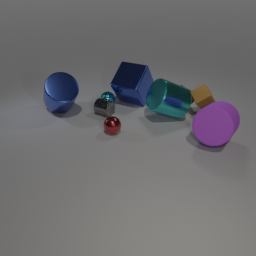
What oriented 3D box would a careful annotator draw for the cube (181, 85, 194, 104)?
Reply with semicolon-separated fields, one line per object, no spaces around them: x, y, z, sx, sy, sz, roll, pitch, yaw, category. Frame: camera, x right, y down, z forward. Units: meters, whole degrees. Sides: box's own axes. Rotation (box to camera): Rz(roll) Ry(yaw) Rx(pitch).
2.514;-1.393;12.791;0.700;0.700;0.700;22;38;-31;cube

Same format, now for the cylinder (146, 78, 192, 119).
1.702;-1.215;11.762;1.400;1.400;1.400;14;21;-28;cylinder

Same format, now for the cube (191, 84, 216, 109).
3.242;-1.342;12.091;0.700;0.700;0.700;-30;56;22;cube

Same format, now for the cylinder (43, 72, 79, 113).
-2.936;-1.507;12.189;1.400;1.400;1.400;-13;-11;-22;cylinder

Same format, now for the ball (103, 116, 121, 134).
-0.611;-0.109;10.926;0.700;0.700;0.700;0;29;0;ball

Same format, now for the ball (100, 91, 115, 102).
-0.963;-1.377;13.211;0.700;0.700;0.700;0;29;0;ball

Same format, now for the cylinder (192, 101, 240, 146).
3.182;-0.187;10.057;1.400;1.400;1.400;16;20;26;cylinder

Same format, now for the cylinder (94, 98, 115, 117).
-1.041;-0.918;12.386;0.700;0.700;0.700;17;33;27;cylinder

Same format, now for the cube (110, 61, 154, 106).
0.235;-2.082;13.224;1.400;1.400;1.400;16;69;26;cube
